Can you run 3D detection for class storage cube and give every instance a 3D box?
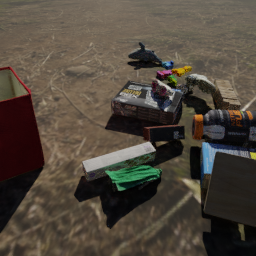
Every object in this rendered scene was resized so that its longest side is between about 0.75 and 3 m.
[{"bbox_3d":[-4.272,-0.049,8.534,2.904,2.611,2.483,-19,38,-27],"label":"storage cube"}]

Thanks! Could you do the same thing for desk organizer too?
[{"bbox_3d":[1.273,0.182,9.939,1.407,0.505,0.542,-4,5,-22],"label":"desk organizer"}]

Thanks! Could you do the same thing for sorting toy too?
[{"bbox_3d":[2.935,1.604,7.255,1.642,0.571,1.632,12,76,15],"label":"sorting toy"}]

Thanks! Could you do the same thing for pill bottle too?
[{"bbox_3d":[3.454,0.030,9.613,2.421,1.286,1.286,2,34,4],"label":"pill bottle"}]

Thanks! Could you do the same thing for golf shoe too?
[{"bbox_3d":[1.421,-1.645,11.759,0.611,0.503,1.336,12,24,-28],"label":"golf shoe"},{"bbox_3d":[3.450,-2.138,12.828,0.839,0.675,1.725,-31,42,-21],"label":"golf shoe"}]

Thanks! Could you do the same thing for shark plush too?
[{"bbox_3d":[1.185,-4.102,16.734,2.301,1.045,0.958,32,62,10],"label":"shark plush"}]

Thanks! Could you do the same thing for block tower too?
[{"bbox_3d":[4.214,-1.368,12.215,0.669,0.716,2.476,7,33,1],"label":"block tower"}]

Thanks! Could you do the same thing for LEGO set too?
[{"bbox_3d":[2.562,-2.751,14.100,1.029,0.957,2.508,-17,39,-22],"label":"LEGO set"}]

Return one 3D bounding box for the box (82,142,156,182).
[{"bbox_3d":[-0.250,1.025,8.783,2.348,0.454,0.487,-16,45,-21],"label":"box"}]

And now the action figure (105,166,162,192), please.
[{"bbox_3d":[0.285,1.446,8.213,1.696,0.464,1.002,-7,31,-24],"label":"action figure"}]

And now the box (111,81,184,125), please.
[{"bbox_3d":[0.872,-1.128,11.897,2.641,0.657,2.083,13,36,17],"label":"box"}]

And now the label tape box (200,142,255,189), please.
[{"bbox_3d":[3.245,1.208,8.399,2.045,0.676,1.465,7,35,8],"label":"label tape box"}]
